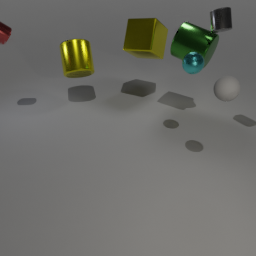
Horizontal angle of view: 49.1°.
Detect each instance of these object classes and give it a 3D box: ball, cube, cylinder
[{"bbox_3d":[2.729,-1.085,7.738,0.700,0.700,0.700,0,32,0],"label":"ball"},{"bbox_3d":[0.801,-3.957,12.507,1.400,1.400,1.400,11,3,29],"label":"cube"},{"bbox_3d":[-4.750,-3.533,10.229,0.700,0.700,0.700,26,10,-42],"label":"cylinder"},{"bbox_3d":[3.213,-3.719,9.675,0.700,0.700,0.700,-8,10,1],"label":"cylinder"},{"bbox_3d":[2.606,-3.236,10.986,1.400,1.400,1.400,31,41,19],"label":"cylinder"},{"bbox_3d":[2.074,-2.065,8.927,0.700,0.700,0.700,0,32,0],"label":"ball"},{"bbox_3d":[-2.293,-3.102,12.634,1.400,1.400,1.400,-9,-2,0],"label":"cylinder"}]
